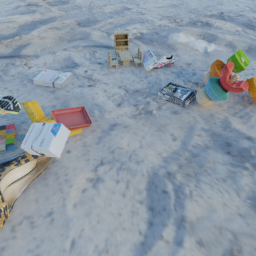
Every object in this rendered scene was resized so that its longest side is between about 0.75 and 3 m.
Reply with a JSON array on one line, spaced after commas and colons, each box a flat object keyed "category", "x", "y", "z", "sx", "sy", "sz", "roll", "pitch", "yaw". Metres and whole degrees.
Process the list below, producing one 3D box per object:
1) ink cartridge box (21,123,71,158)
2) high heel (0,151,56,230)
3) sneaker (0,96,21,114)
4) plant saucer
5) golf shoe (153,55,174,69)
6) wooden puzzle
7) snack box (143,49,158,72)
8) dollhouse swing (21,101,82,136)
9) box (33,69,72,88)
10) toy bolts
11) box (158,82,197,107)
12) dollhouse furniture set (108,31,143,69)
[{"category": "ink cartridge box", "x": -2.412, "y": 0.336, "z": 8.201, "sx": 1.217, "sy": 0.513, "sz": 0.880, "roll": 2, "pitch": 59, "yaw": 32}, {"category": "high heel", "x": -2.980, "y": 1.553, "z": 8.076, "sx": 2.120, "sy": 1.062, "sz": 2.974, "roll": -16, "pitch": 33, "yaw": -13}, {"category": "sneaker", "x": -3.036, "y": -0.532, "z": 6.999, "sx": 1.081, "sy": 0.488, "sz": 0.422, "roll": 19, "pitch": 57, "yaw": 27}, {"category": "plant saucer", "x": -2.206, "y": -0.333, "z": 10.950, "sx": 1.361, "sy": 0.250, "sz": 1.364, "roll": -10, "pitch": 38, "yaw": -20}, {"category": "golf shoe", "x": 1.847, "y": -3.612, "z": 15.175, "sx": 1.332, "sy": 0.613, "sz": 0.484, "roll": -11, "pitch": 38, "yaw": -4}, {"category": "wooden puzzle", "x": -4.956, "y": 0.459, "z": 10.260, "sx": 2.527, "sy": 0.178, "sz": 1.498, "roll": -11, "pitch": 39, "yaw": -14}, {"category": "snack box", "x": 1.148, "y": -3.748, "z": 15.325, "sx": 0.702, "sy": 0.237, "sz": 1.952, "roll": -33, "pitch": 32, "yaw": 16}, {"category": "dollhouse swing", "x": -2.770, "y": -0.415, "z": 10.514, "sx": 1.492, "sy": 1.542, "sz": 1.697, "roll": -32, "pitch": 46, "yaw": -19}, {"category": "box", "x": -3.734, "y": -2.474, "z": 13.960, "sx": 1.540, "sy": 0.317, "sz": 1.201, "roll": 11, "pitch": 38, "yaw": 12}, {"category": "toy bolts", "x": 4.389, "y": -1.692, "z": 12.336, "sx": 2.961, "sy": 2.053, "sz": 2.828, "roll": -33, "pitch": 88, "yaw": -48}, {"category": "box", "x": 2.233, "y": -1.522, "z": 12.688, "sx": 1.398, "sy": 0.348, "sz": 1.102, "roll": 25, "pitch": 45, "yaw": 28}, {"category": "dollhouse furniture set", "x": -0.237, "y": -4.375, "z": 15.559, "sx": 1.803, "sy": 1.366, "sz": 2.057, "roll": -6, "pitch": 38, "yaw": -8}]
